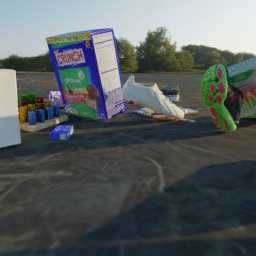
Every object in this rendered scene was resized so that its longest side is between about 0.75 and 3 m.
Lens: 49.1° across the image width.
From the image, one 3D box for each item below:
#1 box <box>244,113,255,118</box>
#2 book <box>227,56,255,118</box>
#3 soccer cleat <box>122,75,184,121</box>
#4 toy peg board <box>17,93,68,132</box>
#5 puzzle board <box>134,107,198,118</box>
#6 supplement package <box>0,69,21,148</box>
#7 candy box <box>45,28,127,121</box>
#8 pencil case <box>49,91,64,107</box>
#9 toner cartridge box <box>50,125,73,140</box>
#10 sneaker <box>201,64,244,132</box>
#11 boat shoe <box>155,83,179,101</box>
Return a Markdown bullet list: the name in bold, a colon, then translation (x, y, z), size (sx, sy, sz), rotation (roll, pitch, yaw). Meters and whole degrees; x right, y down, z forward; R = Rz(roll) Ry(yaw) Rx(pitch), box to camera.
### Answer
- **box**: translation (5.022, -0.701, 9.786), size (2.198, 0.532, 1.290), rotation (-8, 8, -40)
- **book**: translation (3.544, -1.156, 8.058), size (1.546, 0.556, 2.314), rotation (-19, -32, 36)
- **soccer cleat**: translation (0.915, -0.934, 9.077), size (2.315, 0.898, 0.802), rotation (20, 10, -17)
- **toy peg board**: translation (-2.930, -0.554, 8.542), size (1.556, 0.764, 1.563), rotation (11, 20, 25)
- **puzzle board**: translation (1.420, -0.652, 10.638), size (1.957, 0.170, 1.475), rotation (-7, 15, -29)
- **supplement package**: translation (-4.031, -0.462, 6.353), size (2.249, 1.730, 2.352), rotation (-12, 18, -42)
- **candy box**: translation (-1.424, -1.845, 9.643), size (2.388, 2.825, 1.088), rotation (11, 30, 41)
- **pencil case**: translation (-2.519, -1.270, 11.959), size (1.768, 0.742, 0.756), rotation (-6, -21, -18)
- **toner cartridge box**: translation (-1.715, 0.113, 7.321), size (0.413, 0.188, 0.870), rotation (1, 13, -1)
- **sneaker**: translation (2.531, -0.849, 7.396), size (0.798, 2.080, 0.871), rotation (22, 60, 44)
- **boat shoe**: translation (1.288, -1.766, 13.800), size (2.537, 0.900, 0.914), rotation (-3, 14, -14)
